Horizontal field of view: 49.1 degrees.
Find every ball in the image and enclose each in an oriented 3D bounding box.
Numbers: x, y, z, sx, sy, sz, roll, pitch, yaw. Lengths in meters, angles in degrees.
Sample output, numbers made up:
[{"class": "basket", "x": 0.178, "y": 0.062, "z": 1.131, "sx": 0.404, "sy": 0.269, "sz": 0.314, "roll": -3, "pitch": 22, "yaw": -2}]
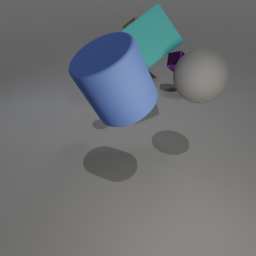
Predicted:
[{"class": "ball", "x": 1.877, "y": -1.337, "z": 7.263, "sx": 1.400, "sy": 1.400, "sz": 1.400, "roll": 0, "pitch": 33, "yaw": 0}]

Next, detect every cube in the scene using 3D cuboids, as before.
[{"class": "cube", "x": 2.288, "y": -3.046, "z": 12.917, "sx": 0.700, "sy": 0.700, "sz": 0.700, "roll": 0, "pitch": -15, "yaw": 39}, {"class": "cube", "x": 0.770, "y": -4.568, "z": 13.694, "sx": 1.400, "sy": 1.400, "sz": 1.400, "roll": -18, "pitch": 8, "yaw": -24}, {"class": "cube", "x": 0.723, "y": -2.883, "z": 9.181, "sx": 1.400, "sy": 1.400, "sz": 1.400, "roll": -37, "pitch": 8, "yaw": 3}]

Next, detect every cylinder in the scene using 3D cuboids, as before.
[{"class": "cylinder", "x": -0.265, "y": -0.972, "z": 5.746, "sx": 1.400, "sy": 1.400, "sz": 1.400, "roll": -16, "pitch": 44, "yaw": 16}]
